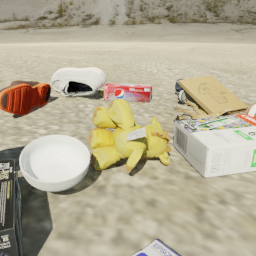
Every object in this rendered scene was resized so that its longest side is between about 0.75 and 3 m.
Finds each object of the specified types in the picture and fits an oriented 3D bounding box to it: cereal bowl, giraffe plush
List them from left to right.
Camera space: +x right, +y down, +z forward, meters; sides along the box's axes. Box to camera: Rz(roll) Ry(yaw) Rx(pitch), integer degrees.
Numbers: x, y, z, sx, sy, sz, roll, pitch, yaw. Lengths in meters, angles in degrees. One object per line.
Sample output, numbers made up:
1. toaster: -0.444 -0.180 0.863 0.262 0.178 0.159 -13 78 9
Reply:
1. cereal bowl: -1.244 0.652 4.835 1.154 0.481 1.154 7 38 -6
2. giraffe plush: 0.193 0.221 5.895 1.400 1.490 1.726 10 -3 -44

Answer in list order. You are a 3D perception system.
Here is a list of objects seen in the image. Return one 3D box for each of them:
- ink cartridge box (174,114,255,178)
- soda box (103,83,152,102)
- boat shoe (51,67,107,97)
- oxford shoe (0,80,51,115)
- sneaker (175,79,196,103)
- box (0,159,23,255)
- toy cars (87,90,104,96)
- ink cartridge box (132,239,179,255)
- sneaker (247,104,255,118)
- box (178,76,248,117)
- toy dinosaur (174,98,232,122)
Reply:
1. ink cartridge box: 2.675 0.261 6.309 2.911 0.733 1.586 -6 22 -13
2. soda box: 0.001 -1.391 10.961 1.851 0.587 0.648 4 21 9
3. boat shoe: -2.223 -1.729 11.367 3.000 1.080 1.028 7 47 33
4. oxford shoe: -3.684 -1.097 9.452 1.036 1.016 2.855 15 13 7
5. sneaker: 2.189 -1.445 10.914 1.845 0.702 1.333 -18 28 -41
6. box: -2.209 1.225 3.704 1.469 0.772 1.794 -8 22 -20
7. toy cars: -1.299 -1.426 11.593 1.053 0.233 0.472 -3 8 2
8. ink cartridge box: 0.269 1.853 2.746 1.354 0.318 1.338 -14 23 -36
9. sneaker: 4.629 -0.392 8.269 2.204 0.864 1.273 -26 39 -27
10. box: 2.938 -1.146 9.766 1.611 0.210 1.971 -12 48 -28
11. toy dinosaur: 2.077 -0.247 8.123 1.296 0.746 2.564 30 29 24
